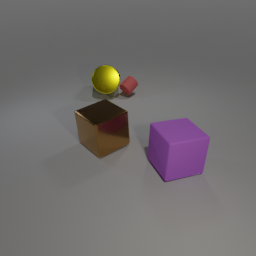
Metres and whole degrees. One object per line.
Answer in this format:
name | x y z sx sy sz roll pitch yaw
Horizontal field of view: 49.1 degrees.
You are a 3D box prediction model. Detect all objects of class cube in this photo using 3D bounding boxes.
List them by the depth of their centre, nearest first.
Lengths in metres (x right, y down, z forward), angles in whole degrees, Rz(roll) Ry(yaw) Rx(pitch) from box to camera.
cube | 1.577 0.652 9.083 1.400 1.400 1.400 -8 31 -19
cube | -0.921 -0.018 10.217 1.400 1.400 1.400 -26 38 -31

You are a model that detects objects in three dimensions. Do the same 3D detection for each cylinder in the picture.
cylinder | -1.132 -2.501 14.303 1.400 1.400 1.400 -3 12 -4
cylinder | 0.041 -2.183 14.332 0.700 0.700 0.700 26 67 38
